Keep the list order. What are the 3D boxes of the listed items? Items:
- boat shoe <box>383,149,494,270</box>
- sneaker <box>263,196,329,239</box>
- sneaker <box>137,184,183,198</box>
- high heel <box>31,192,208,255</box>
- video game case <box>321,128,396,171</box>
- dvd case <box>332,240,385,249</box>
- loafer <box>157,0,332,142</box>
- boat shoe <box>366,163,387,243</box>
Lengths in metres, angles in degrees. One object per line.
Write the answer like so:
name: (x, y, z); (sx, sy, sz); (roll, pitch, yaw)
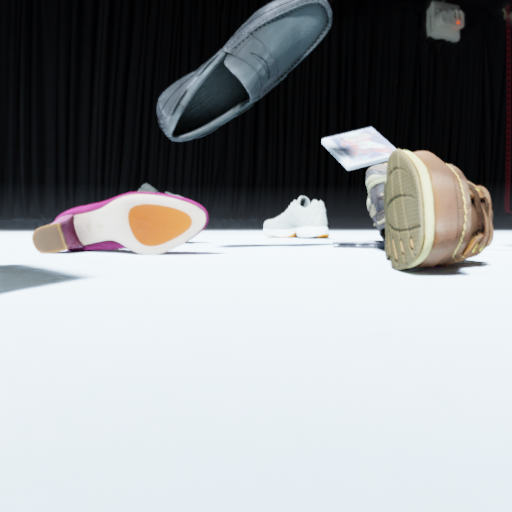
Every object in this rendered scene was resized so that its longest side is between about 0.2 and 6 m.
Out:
boat shoe: (2.058, -0.499, 6.292); (1.173, 1.250, 3.473); (-1, 0, 12)
sneaker: (1.318, -1.255, 18.392); (1.118, 1.359, 2.954); (-2, 3, -37)
sneaker: (-2.237, -0.788, 13.808); (1.585, 0.913, 3.040); (31, -23, 3)
high heel: (-2.039, -0.584, 9.118); (2.965, 1.000, 1.426); (-3, 13, 15)
video game case: (2.100, -2.175, 11.296); (1.201, 0.138, 1.095); (-16, 46, -17)
dvd case: (2.600, -0.245, 11.450); (1.384, 0.149, 1.862); (3, 4, 36)
loafer: (-0.161, -2.969, 9.112); (3.358, 1.140, 1.179); (-34, 38, 11)
boat shoe: (2.504, -0.624, 9.816); (1.178, 1.159, 3.161); (-7, -14, 20)
